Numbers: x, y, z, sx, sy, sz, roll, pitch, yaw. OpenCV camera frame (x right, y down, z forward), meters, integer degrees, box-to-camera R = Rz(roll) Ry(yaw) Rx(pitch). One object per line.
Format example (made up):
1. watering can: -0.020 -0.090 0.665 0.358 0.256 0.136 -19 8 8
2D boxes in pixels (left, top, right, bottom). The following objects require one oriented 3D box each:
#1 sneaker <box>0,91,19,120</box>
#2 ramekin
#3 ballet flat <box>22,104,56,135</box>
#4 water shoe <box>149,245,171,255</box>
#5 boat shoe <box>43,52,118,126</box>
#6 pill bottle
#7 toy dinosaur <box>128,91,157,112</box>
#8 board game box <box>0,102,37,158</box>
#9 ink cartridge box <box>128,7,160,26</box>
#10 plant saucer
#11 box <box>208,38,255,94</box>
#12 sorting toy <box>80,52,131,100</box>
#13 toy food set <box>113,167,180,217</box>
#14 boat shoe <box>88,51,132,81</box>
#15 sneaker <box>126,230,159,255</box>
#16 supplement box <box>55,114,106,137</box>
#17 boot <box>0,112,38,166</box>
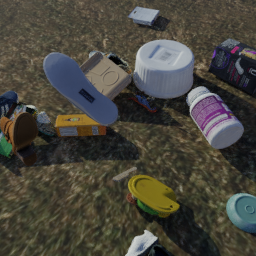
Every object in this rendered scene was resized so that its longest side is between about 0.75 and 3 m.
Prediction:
1. sneaker: -5.640 -0.871 11.798 1.018 1.148 2.716 14 50 12
2. ramekin: 1.731 -2.930 13.411 2.969 1.447 2.969 0 48 0
3. ballet flat: -3.810 -0.447 11.602 2.119 0.798 0.719 26 27 22
4. water shoe: 1.264 4.148 7.604 0.730 0.806 2.043 -31 56 -25
5. boat shoe: -1.486 -1.151 8.905 2.914 0.957 1.048 39 76 0
6. pill bottle: 3.378 -0.507 11.309 1.410 1.410 2.511 -14 50 -12
7. toy dinosaur: 0.777 -1.118 12.605 0.680 1.295 1.176 1 64 -48
8. board game box: -4.603 0.041 11.115 1.113 0.249 2.124 21 73 14
9. ink cartridge box: 1.000 -7.140 17.854 1.611 0.327 1.607 18 51 15
10. plant saucer: 3.984 2.728 9.234 1.384 0.249 1.384 0 49 0
11. box: 5.379 -2.995 13.360 2.493 1.524 1.322 37 53 27
12. sorting toy: -1.403 -2.132 12.994 2.332 0.459 2.519 -44 62 -5
13. toy food set: 0.617 2.289 9.408 2.227 0.727 1.310 31 31 22
14. boat shoe: -0.896 -3.324 14.061 2.860 0.978 1.069 33 56 26
15. sneaker: 0.293 3.613 8.376 1.343 0.500 0.585 -28 44 -31
16. supplement box: -1.905 -0.113 11.463 1.998 0.687 0.665 0 48 -2
17. boot: -2.874 0.026 7.266 0.658 1.715 1.332 -30 53 -29
